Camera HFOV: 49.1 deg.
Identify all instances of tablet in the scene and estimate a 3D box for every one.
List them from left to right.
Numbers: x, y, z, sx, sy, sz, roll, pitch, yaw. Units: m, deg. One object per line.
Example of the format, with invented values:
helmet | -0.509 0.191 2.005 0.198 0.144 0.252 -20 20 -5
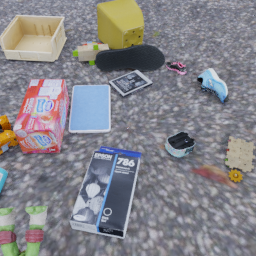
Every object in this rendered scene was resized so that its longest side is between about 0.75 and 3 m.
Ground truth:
tablet | -1.354 -0.738 10.152 1.428 0.150 2.195 -1 53 -2

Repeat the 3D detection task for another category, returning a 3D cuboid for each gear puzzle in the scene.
gear puzzle | 3.435 1.012 8.668 0.854 0.216 1.649 16 52 12

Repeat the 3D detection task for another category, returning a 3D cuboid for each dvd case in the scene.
dvd case | 0.104 -1.791 11.258 1.435 0.177 1.078 -26 52 -23

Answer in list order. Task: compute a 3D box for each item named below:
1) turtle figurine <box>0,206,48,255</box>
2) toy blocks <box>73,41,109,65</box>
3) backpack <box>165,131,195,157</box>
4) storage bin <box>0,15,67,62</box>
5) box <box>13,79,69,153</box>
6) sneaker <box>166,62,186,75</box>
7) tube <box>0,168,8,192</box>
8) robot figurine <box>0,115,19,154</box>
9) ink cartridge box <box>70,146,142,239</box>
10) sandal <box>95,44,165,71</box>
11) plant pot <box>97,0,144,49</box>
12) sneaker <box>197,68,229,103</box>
turtle figurine | -2.274 2.693 5.384 1.660 2.307 2.237 -15 72 37
toy blocks | -1.556 -3.460 12.480 1.766 0.882 1.207 -7 36 -7
backpack | 1.588 0.544 8.781 0.812 0.611 0.721 -16 48 -29
storage bin | -4.225 -4.088 12.772 2.308 1.082 2.292 4 47 3
box | -2.764 -0.441 9.315 1.227 1.175 2.461 -1 47 -1
sneaker | 2.057 -2.651 11.863 0.985 0.470 0.389 31 56 27
tube | -3.916 2.079 7.469 0.850 0.553 2.196 6 51 5
robot figurine | -4.744 0.504 8.786 2.351 0.684 1.705 -26 52 -23
ink cartridge box | -0.504 1.533 7.936 1.426 0.562 2.868 7 47 7
sandal | 0.093 -3.016 11.848 2.932 1.102 0.702 -1 30 -1
plant pot | -0.188 -4.568 12.831 1.815 1.803 1.856 -23 57 -20
sneaker | 3.263 -1.530 10.831 0.811 0.707 1.803 -24 45 3
